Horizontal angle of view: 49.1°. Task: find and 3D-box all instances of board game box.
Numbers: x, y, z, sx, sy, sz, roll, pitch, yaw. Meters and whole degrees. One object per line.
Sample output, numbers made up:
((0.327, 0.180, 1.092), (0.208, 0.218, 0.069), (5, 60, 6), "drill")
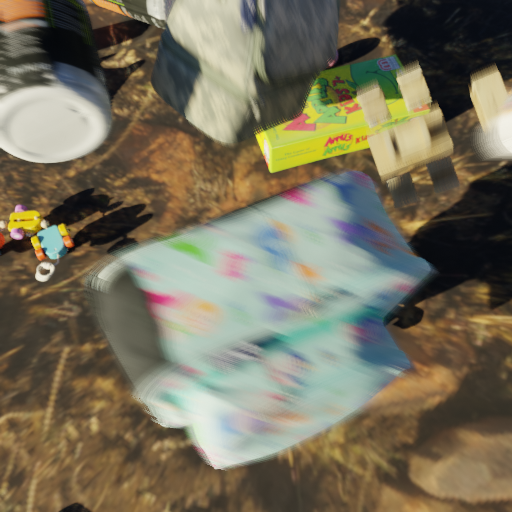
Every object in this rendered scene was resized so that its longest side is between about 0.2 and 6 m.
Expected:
((1.497, -2.738, 10.648), (3.065, 0.730, 1.557), (-15, 62, -8), "board game box")

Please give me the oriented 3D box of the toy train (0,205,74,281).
((-3.876, -0.134, 9.386), (1.721, 0.479, 1.293), (19, 64, 14), "toy train")

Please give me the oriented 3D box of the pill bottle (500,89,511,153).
((3.189, -1.662, 6.397), (0.661, 0.661, 1.135), (22, 46, 12), "pill bottle")

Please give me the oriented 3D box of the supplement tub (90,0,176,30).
((-2.654, -5.960, 11.964), (2.571, 1.575, 1.575), (24, 64, 12), "supplement tub")

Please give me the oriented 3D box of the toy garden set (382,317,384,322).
((0.837, 0.820, 8.866), (2.299, 0.459, 1.916), (11, 60, 5), "toy garden set")

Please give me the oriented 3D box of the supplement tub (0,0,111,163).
((-2.897, -2.657, 7.490), (1.544, 1.544, 2.520), (-14, 66, -8), "supplement tub")

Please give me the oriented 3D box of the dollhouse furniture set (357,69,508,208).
((2.539, -1.717, 7.817), (1.827, 1.214, 1.602), (-20, 89, 21), "dollhouse furniture set")

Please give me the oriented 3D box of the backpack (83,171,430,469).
((0.233, 0.660, 5.996), (3.241, 2.877, 2.440), (-30, 72, -16), "backpack")

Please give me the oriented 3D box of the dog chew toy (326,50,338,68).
((1.300, -4.038, 11.549), (0.776, 0.483, 0.483), (-34, 66, -9), "dog chew toy")

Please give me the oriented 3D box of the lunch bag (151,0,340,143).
((-0.029, -3.169, 8.184), (1.854, 2.232, 2.661), (38, 39, 15), "lunch bag")
